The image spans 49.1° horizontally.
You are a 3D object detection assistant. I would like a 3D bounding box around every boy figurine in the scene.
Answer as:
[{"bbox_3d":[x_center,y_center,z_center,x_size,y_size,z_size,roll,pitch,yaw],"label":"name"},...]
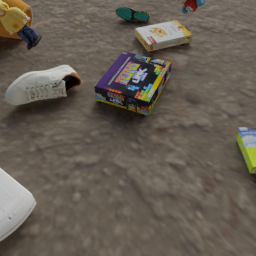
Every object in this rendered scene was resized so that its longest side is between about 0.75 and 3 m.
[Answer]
[{"bbox_3d":[-2.417,-2.276,6.010,0.754,1.212,0.391,-9,52,34],"label":"boy figurine"}]

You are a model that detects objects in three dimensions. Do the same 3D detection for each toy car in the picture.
[{"bbox_3d":[1.517,-3.464,7.491,0.758,0.670,0.698,-11,6,-29],"label":"toy car"}]

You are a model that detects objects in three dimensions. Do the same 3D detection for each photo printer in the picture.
[{"bbox_3d":[-3.231,1.818,6.691,1.797,0.624,1.495,28,52,23],"label":"photo printer"}]

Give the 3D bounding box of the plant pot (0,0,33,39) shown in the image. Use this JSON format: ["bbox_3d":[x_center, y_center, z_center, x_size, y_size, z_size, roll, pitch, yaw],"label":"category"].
[{"bbox_3d":[-5.398,-4.894,12.073,2.111,2.306,2.306,21,48,-2],"label":"plant pot"}]

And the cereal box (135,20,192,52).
[{"bbox_3d":[1.544,-4.106,12.376,2.101,0.415,1.512,-16,49,-15],"label":"cereal box"}]

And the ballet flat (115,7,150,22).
[{"bbox_3d":[0.259,-5.551,13.731,1.711,0.580,0.644,11,25,4],"label":"ballet flat"}]

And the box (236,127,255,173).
[{"bbox_3d":[3.717,0.608,8.018,0.878,0.343,1.441,-1,47,-1],"label":"box"}]

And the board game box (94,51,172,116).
[{"bbox_3d":[0.240,-1.686,9.942,1.984,0.680,2.400,18,49,14],"label":"board game box"}]

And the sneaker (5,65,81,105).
[{"bbox_3d":[-2.770,-1.387,9.470,2.588,0.942,1.096,-31,52,-28],"label":"sneaker"}]
